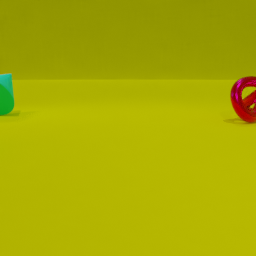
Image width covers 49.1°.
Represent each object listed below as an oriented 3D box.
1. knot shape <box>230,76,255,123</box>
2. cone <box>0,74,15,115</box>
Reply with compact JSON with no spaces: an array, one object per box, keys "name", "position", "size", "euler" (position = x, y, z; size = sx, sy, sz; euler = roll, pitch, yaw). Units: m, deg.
[{"name":"knot shape","position":[3.578,-0.871,7.782],"size":[1.800,1.924,0.889],"euler":[-19,44,-24]},{"name":"cone","position":[-4.162,-1.419,9.247],"size":[1.429,1.429,1.435],"euler":[2,42,8]}]
